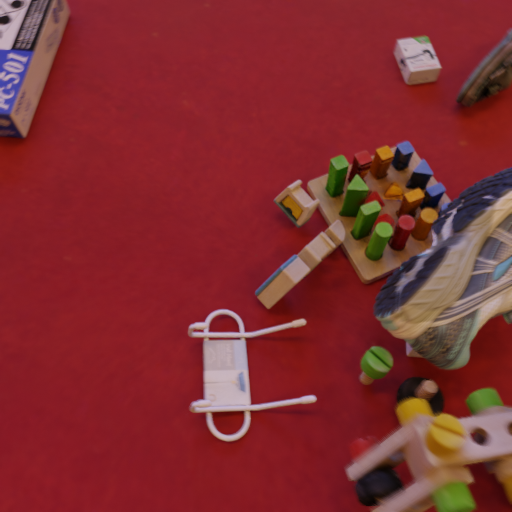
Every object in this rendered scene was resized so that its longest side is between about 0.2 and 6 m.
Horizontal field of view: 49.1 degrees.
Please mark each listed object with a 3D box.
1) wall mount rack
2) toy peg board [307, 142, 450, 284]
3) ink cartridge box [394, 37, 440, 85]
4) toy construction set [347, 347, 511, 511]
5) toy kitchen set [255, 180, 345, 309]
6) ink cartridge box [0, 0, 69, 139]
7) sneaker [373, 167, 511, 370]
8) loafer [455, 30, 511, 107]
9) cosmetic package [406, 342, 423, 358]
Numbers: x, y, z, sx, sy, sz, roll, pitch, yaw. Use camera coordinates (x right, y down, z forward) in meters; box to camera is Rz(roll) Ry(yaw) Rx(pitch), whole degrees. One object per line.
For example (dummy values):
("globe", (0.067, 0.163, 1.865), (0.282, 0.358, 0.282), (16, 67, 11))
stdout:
("wall mount rack", (-0.105, 1.487, 7.494), (1.574, 0.675, 1.812), (1, 65, -12))
("toy peg board", (2.064, -0.885, 8.492), (1.900, 0.933, 1.908), (-23, 67, -10))
("ink cartridge box", (2.905, -3.523, 10.107), (0.583, 0.330, 0.796), (-10, 65, -5))
("toy construction set", (2.427, 2.305, 5.745), (2.681, 2.470, 3.215), (17, 50, 2))
("toy kitchen set", (0.399, -0.207, 8.245), (1.191, 0.876, 1.486), (47, 50, 5))
("ink cartridge box", (-4.451, -3.524, 9.915), (1.434, 0.675, 3.051), (4, 64, 3))
("sneaker", (3.003, 0.082, 7.439), (3.308, 1.284, 1.428), (-45, 100, -14))
("loafer", (4.321, -3.273, 9.779), (0.687, 0.785, 2.185), (39, 68, 10))
("cosmetic package", (2.450, 1.094, 7.751), (0.638, 0.526, 0.526), (4, 64, 2))
